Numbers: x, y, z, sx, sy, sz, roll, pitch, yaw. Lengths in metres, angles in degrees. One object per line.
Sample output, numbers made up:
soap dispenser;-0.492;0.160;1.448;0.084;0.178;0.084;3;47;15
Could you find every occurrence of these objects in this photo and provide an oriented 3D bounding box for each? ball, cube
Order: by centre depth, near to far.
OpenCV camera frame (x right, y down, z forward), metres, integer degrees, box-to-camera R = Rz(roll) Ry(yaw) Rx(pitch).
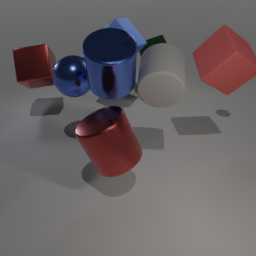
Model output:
cube;3.231;-2.206;9.250;1.400;1.400;1.400;20;47;-32
ball;-1.818;-1.733;9.421;1.400;1.400;1.400;0;30;0
cube;-0.301;-3.559;11.722;1.400;1.400;1.400;-38;6;28
cube;-3.852;-2.563;11.867;1.400;1.400;1.400;-9;-3;-1
cube;1.368;-3.620;14.209;1.400;1.400;1.400;-17;43;6

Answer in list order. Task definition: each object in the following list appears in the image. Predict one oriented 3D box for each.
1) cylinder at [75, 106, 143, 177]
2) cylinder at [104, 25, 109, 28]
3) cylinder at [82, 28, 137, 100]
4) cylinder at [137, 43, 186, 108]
cylinder;-0.494;0.350;7.525;1.400;1.400;1.400;-20;29;11
cylinder;-0.873;-4.678;13.944;0.700;0.700;0.700;19;24;-21
cylinder;-0.473;-1.738;7.682;1.400;1.400;1.400;0;57;0
cylinder;1.019;-1.584;8.490;1.400;1.400;1.400;3;51;6
